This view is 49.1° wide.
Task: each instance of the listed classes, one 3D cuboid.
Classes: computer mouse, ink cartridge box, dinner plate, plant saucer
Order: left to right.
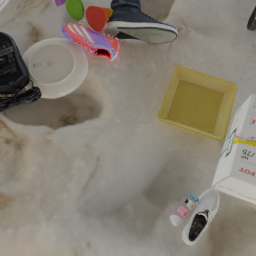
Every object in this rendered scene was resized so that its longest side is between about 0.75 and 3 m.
[{"bbox_3d":[-3.893,-1.779,8.951,1.825,0.695,2.635,-19,81,-3],"label":"computer mouse"},{"bbox_3d":[-2.519,-2.087,9.304,2.346,0.284,2.346,-1,69,1],"label":"dinner plate"},{"bbox_3d":[2.121,-0.725,8.661,2.032,0.492,2.032,19,71,6],"label":"plant saucer"},{"bbox_3d":[3.542,0.700,7.456,1.718,1.710,2.341,20,71,9],"label":"ink cartridge box"}]

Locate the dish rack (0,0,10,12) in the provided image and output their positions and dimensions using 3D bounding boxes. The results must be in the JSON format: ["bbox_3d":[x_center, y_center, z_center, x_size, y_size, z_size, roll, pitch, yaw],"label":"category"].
[{"bbox_3d":[-4.934,-4.718,10.302,0.914,0.232,1.065,25,70,10],"label":"dish rack"}]

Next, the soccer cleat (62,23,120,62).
[{"bbox_3d":[-1.311,-2.879,9.376,2.113,0.705,0.808,19,70,4],"label":"soccer cleat"}]

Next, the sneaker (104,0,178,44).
[{"bbox_3d":[0.544,-3.905,9.600,2.493,0.948,1.801,9,72,5],"label":"sneaker"}]

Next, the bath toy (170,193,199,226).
[{"bbox_3d":[1.507,2.218,7.633,0.982,0.427,0.363,-45,42,-11],"label":"bath toy"}]

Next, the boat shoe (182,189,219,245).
[{"bbox_3d":[1.976,2.332,7.470,0.594,0.566,1.651,38,74,13],"label":"boat shoe"}]

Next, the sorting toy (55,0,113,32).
[{"bbox_3d":[-1.436,-4.123,9.478,2.454,0.851,0.845,34,55,24],"label":"sorting toy"}]

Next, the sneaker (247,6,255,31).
[{"bbox_3d":[5.037,-4.052,9.773,1.189,0.779,2.059,27,71,7],"label":"sneaker"}]

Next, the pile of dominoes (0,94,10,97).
[{"bbox_3d":[-4.540,-1.657,9.133,1.271,0.260,1.631,-10,70,-3],"label":"pile of dominoes"}]
